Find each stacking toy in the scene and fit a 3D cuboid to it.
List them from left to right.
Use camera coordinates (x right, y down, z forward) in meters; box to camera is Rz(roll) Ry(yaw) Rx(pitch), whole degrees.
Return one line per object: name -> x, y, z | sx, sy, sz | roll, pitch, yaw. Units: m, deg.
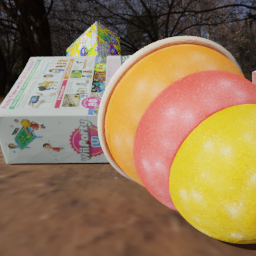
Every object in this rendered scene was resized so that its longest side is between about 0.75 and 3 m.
stacking toy -> 0.673, 0.267, 1.917 | 1.499, 1.499, 2.052 | -2, 25, -16

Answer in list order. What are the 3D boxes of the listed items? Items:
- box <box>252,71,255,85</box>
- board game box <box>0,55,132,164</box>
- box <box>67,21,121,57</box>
box -> 6.369, -1.269, 10.640 | 2.756, 2.099, 1.466 | 3, 16, 39
board game box -> -0.385, -0.413, 4.572 | 2.763, 0.888, 2.038 | 0, 35, -2
box -> -0.982, -1.862, 7.912 | 0.899, 1.474, 1.419 | 20, -36, -41
